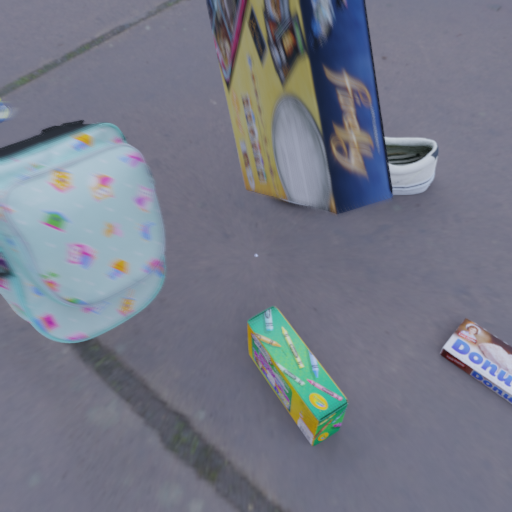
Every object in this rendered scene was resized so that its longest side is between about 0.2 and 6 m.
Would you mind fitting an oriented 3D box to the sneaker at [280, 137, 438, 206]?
[{"bbox_3d":[1.778,-1.714,10.264,3.131,1.109,1.143,-7,54,-5],"label":"sneaker"}]

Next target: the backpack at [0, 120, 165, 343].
[{"bbox_3d":[-2.054,-0.195,6.396,2.010,2.287,1.753,-33,32,-34],"label":"backpack"}]

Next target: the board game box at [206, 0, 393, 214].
[{"bbox_3d":[0.241,-3.105,7.270,0.821,4.743,3.213,-17,17,-16],"label":"board game box"}]

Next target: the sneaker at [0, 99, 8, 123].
[{"bbox_3d":[-3.690,-1.682,6.739,0.493,0.548,1.334,30,56,25],"label":"sneaker"}]

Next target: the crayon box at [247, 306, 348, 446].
[{"bbox_3d":[0.522,1.667,7.822,0.502,1.024,1.724,-27,58,-18],"label":"crayon box"}]

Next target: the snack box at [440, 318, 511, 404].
[{"bbox_3d":[3.775,1.764,8.232,2.012,0.245,0.723,36,61,23],"label":"snack box"}]
